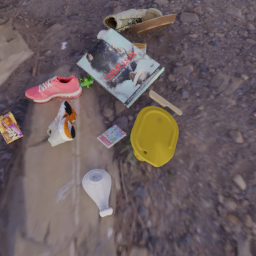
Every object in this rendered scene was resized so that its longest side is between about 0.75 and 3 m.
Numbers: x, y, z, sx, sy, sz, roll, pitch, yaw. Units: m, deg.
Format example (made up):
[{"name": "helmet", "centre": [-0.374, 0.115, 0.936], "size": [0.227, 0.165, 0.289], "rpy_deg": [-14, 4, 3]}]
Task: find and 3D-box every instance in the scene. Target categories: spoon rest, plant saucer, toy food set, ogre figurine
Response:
[{"name": "spoon rest", "centre": [-0.859, 1.943, 8.481], "size": [0.911, 0.556, 1.834], "rpy_deg": [-12, 38, -11]}, {"name": "plant saucer", "centre": [1.281, -4.996, 13.593], "size": [2.241, 0.386, 2.241], "rpy_deg": [-16, 12, 3]}, {"name": "toy food set", "centre": [0.860, 0.174, 9.754], "size": [1.601, 0.889, 2.721], "rpy_deg": [29, 54, -8]}, {"name": "ogre figurine", "centre": [-1.753, -1.935, 11.726], "size": [0.823, 0.404, 0.494], "rpy_deg": [-5, 31, -23]}]

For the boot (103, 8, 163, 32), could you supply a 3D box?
[{"name": "boot", "centre": [0.245, -5.267, 13.745], "size": [1.978, 0.922, 2.558], "rpy_deg": [-30, 39, -35]}]

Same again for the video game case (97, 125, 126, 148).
[{"name": "video game case", "centre": [-0.581, 0.289, 10.055], "size": [0.870, 0.076, 0.622], "rpy_deg": [-36, 59, -26]}]

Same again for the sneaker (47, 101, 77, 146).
[{"name": "sneaker", "centre": [-2.433, -0.197, 9.977], "size": [0.960, 0.790, 2.088], "rpy_deg": [-27, 34, 13]}]

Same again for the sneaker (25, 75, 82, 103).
[{"name": "sneaker", "centre": [-2.995, -1.664, 11.097], "size": [2.232, 0.968, 0.823], "rpy_deg": [-9, 51, -7]}]

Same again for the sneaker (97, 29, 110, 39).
[{"name": "sneaker", "centre": [-1.043, -4.672, 13.983], "size": [1.014, 0.380, 0.505], "rpy_deg": [-27, 55, -21]}]

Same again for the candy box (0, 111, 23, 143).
[{"name": "candy box", "centre": [-4.131, -0.020, 9.687], "size": [0.593, 1.017, 0.287], "rpy_deg": [-30, 43, -24]}]

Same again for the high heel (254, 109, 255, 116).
[{"name": "high heel", "centre": [5.250, -0.599, 10.565], "size": [0.883, 0.424, 0.297], "rpy_deg": [13, 51, 10]}]

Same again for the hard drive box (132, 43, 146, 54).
[{"name": "hard drive box", "centre": [-0.066, -2.874, 12.242], "size": [1.532, 0.755, 1.966], "rpy_deg": [6, 51, 6]}]

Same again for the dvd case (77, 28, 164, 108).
[{"name": "dvd case", "centre": [-0.336, -2.445, 11.141], "size": [2.905, 0.320, 2.121], "rpy_deg": [42, 85, 17]}]
